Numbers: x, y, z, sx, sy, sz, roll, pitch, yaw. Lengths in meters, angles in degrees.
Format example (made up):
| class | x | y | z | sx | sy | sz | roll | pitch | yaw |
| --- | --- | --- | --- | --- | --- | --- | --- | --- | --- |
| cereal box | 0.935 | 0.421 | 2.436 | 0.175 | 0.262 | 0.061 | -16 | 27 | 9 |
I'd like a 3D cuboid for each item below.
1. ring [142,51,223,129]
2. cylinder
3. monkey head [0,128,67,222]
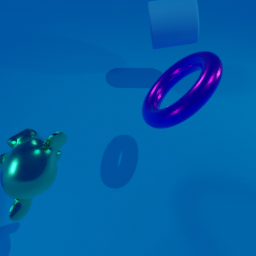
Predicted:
| class | x | y | z | sx | sy | sz | roll | pitch | yaw |
| --- | --- | --- | --- | --- | --- | --- | --- | --- | --- |
| ring | 0.991 | -0.750 | 5.420 | 1.836 | 0.367 | 1.836 | -39 | 25 | 22 |
| cylinder | 1.361 | -3.205 | 8.531 | 1.389 | 1.389 | 1.389 | -6 | 40 | 8 |
| monkey head | -1.137 | 0.499 | 3.558 | 0.771 | 1.280 | 0.921 | 38 | 12 | 37 |
